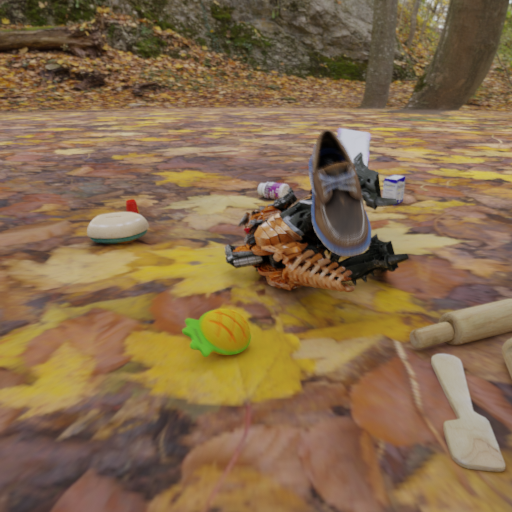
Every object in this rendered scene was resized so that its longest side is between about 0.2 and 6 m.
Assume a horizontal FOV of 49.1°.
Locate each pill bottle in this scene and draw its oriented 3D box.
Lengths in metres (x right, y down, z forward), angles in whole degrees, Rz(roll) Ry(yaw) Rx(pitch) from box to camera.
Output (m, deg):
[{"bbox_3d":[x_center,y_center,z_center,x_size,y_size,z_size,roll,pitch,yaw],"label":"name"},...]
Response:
[{"bbox_3d":[0.415,-1.570,13.553,0.730,0.410,0.410,12,22,34],"label":"pill bottle"}]

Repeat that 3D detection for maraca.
[{"bbox_3d":[-0.414,0.839,6.099,0.834,0.446,0.571,-5,50,-42],"label":"maraca"}]

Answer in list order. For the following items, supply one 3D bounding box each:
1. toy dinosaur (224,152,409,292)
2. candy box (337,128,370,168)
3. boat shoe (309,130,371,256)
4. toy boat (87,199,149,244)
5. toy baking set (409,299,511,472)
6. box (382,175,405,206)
[{"bbox_3d":[0.761,-0.106,8.070,2.378,1.790,3.504,-17,39,-5],"label":"toy dinosaur"},{"bbox_3d":[1.533,-1.187,9.815,0.566,1.582,1.327,10,46,3],"label":"candy box"},{"bbox_3d":[0.969,-0.839,7.026,0.680,0.681,1.883,-12,50,0],"label":"boat shoe"},{"bbox_3d":[-2.432,-0.552,10.364,1.108,0.612,1.318,-1,26,10],"label":"toy boat"},{"bbox_3d":[2.850,1.084,5.558,3.253,0.378,2.497,-7,19,-20],"label":"toy baking set"},{"bbox_3d":[3.223,-1.536,13.109,0.326,0.621,0.571,11,21,31],"label":"box"}]
